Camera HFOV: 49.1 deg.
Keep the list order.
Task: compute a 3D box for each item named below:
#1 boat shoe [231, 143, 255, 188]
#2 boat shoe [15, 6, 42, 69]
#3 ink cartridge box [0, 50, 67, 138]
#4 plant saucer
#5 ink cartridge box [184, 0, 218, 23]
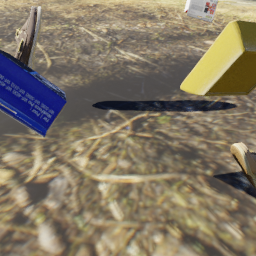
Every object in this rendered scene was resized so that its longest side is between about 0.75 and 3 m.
[{"bbox_3d":[2.021,0.552,4.549,0.392,1.216,0.433,-35,43,10],"label":"boat shoe"},{"bbox_3d":[-3.038,-2.568,8.361,0.658,2.211,0.794,13,34,-17],"label":"boat shoe"},{"bbox_3d":[-1.642,-0.670,4.387,1.352,0.533,2.720,36,2,-18],"label":"ink cartridge box"},{"bbox_3d":[2.202,-1.162,5.440,1.794,1.794,0.435,-4,62,-25],"label":"plant saucer"},{"bbox_3d":[2.103,-3.472,8.124,0.824,0.724,0.346,13,6,-8],"label":"ink cartridge box"}]
